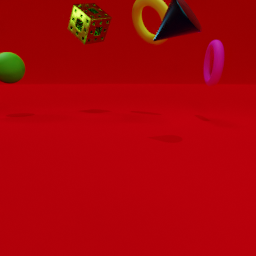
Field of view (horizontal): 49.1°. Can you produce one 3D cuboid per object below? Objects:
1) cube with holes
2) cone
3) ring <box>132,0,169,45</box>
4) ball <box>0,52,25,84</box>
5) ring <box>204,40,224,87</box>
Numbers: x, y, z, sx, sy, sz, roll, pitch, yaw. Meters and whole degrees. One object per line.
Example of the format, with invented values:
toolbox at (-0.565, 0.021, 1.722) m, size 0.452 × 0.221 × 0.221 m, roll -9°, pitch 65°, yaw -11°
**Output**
cube with holes at (-1.450, -3.948, 10.586) m, size 1.035 × 1.035 × 1.035 m, roll 45°, pitch 44°, yaw 18°
cone at (0.811, -1.924, 5.346) m, size 0.850 × 0.847 × 0.847 m, roll -33°, pitch -9°, yaw 31°
ring at (0.832, -3.791, 9.910) m, size 0.352 × 1.758 × 1.758 m, roll -39°, pitch 30°, yaw -29°
ball at (-4.380, -2.196, 10.295) m, size 1.127 × 1.127 × 1.127 m, roll 0°, pitch 10°, yaw 0°
ring at (2.840, -2.143, 9.335) m, size 0.304 × 1.520 × 1.520 m, roll 3°, pitch 10°, yaw 1°
